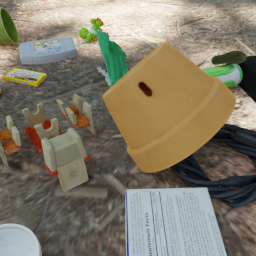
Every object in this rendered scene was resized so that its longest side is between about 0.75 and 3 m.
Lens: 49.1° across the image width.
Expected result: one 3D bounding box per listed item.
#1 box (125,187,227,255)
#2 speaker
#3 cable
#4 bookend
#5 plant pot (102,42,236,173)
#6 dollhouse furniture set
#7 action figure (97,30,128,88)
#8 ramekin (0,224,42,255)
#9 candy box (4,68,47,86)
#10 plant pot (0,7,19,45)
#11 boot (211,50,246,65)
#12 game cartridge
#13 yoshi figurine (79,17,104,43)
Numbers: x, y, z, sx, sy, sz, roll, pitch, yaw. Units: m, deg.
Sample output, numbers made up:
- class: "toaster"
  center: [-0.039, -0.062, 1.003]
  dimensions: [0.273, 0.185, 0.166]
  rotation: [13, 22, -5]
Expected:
- class: "box"
  center: [0.774, 1.970, 5.154]
  dimensions: [1.631, 0.856, 1.500]
  rotation: [-1, 42, -2]
- class: "speaker"
  center: [2.735, -1.601, 9.218]
  dimensions: [1.952, 0.863, 0.863]
  rotation: [-14, 43, -15]
- class: "cable"
  center: [2.099, 0.731, 6.814]
  dimensions: [2.796, 0.710, 2.281]
  rotation: [18, 50, 16]
- class: "bookend"
  center: [4.736, -1.745, 9.376]
  dimensions: [1.809, 0.839, 1.821]
  rotation: [-8, 41, -10]
- class: "plant pot"
  center: [0.708, -0.604, 6.297]
  dimensions: [1.873, 2.676, 2.676]
  rotation: [49, 49, -10]
- class: "dollhouse furniture set"
  center: [-1.916, 0.364, 7.013]
  dimensions: [2.428, 1.251, 2.402]
  rotation: [-23, 35, -24]
- class: "action figure"
  center: [-0.474, -1.934, 9.432]
  dimensions: [1.540, 0.713, 2.607]
  rotation: [24, 44, -41]
- class: "ramekin"
  center: [-2.112, 2.420, 4.760]
  dimensions: [1.364, 0.716, 1.364]
  rotation: [0, 42, 0]
- class: "candy box"
  center: [-3.641, -1.818, 9.957]
  dimensions: [1.345, 0.178, 0.687]
  rotation: [12, 41, 13]
- class: "plant pot"
  center: [-5.612, -4.046, 11.711]
  dimensions: [1.453, 1.530, 1.530]
  rotation: [-16, 42, 2]
- class: "boot"
  center: [3.397, -2.356, 9.381]
  dimensions: [1.112, 0.420, 1.270]
  rotation: [2, 14, 25]
- class: "game cartridge"
  center: [-3.194, -3.104, 11.256]
  dimensions: [2.209, 0.459, 1.471]
  rotation: [-12, 39, -14]
- class: "yoshi figurine"
  center: [-1.686, -4.347, 12.409]
  dimensions: [0.859, 0.863, 1.535]
  rotation: [-3, 42, 21]
